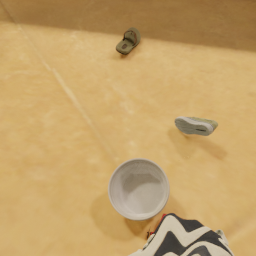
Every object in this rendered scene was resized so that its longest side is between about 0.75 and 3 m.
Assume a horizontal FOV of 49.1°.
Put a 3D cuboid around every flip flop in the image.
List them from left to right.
[{"bbox_3d":[0.047,-3.451,10.816,0.719,0.510,1.772,26,48,5],"label":"flip flop"}]

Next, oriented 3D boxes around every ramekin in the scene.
[{"bbox_3d":[0.274,1.393,6.243,1.334,0.700,1.334,-4,67,10],"label":"ramekin"}]

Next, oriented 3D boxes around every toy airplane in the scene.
[{"bbox_3d":[0.881,2.331,5.950,0.988,0.182,0.988,-7,51,8],"label":"toy airplane"}]

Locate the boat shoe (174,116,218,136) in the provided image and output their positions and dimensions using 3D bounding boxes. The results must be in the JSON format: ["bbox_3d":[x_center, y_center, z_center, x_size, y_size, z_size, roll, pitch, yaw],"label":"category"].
[{"bbox_3d":[1.837,-0.072,7.624,0.417,0.484,1.345,-26,25,-27],"label":"boat shoe"}]

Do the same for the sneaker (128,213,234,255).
[{"bbox_3d":[0.457,2.396,4.818,1.156,2.896,1.885,60,22,4],"label":"sneaker"}]
